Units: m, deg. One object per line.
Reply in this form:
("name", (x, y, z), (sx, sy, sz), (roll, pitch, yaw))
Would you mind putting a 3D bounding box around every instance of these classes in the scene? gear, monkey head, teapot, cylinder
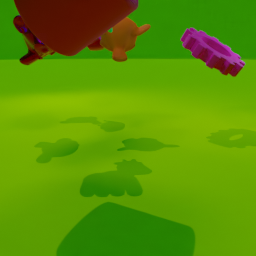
("gear", (2.514, -2.274, 8.328), (1.979, 0.366, 1.979), (21, 35, -16))
("monkey head", (-2.514, -2.383, 7.538), (1.281, 1.073, 1.781), (-29, 4, 12))
("teapot", (-1.248, -3.138, 9.643), (0.835, 1.060, 1.705), (-24, 28, 6))
("monkey head", (-0.229, -2.468, 7.662), (1.671, 1.007, 1.202), (1, 46, -10))
("cylinder", (-0.738, -1.969, 4.130), (1.321, 1.321, 1.321), (-28, 3, 25))

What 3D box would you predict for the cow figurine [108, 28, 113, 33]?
("cow figurine", (-0.933, -2.311, 6.005), (0.871, 1.587, 1.562), (36, -8, 5))
